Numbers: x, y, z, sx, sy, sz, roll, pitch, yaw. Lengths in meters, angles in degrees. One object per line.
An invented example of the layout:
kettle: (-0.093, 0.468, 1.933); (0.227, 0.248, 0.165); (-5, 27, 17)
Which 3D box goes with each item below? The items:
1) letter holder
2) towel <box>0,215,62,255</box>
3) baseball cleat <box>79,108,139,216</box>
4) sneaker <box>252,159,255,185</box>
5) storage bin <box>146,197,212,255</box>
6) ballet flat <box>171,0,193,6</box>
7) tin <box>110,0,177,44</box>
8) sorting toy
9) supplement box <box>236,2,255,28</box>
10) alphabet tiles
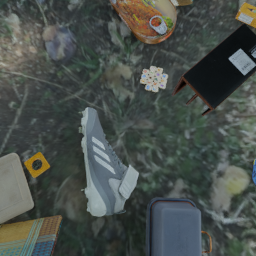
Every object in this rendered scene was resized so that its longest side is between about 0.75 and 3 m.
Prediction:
letter holder: (1.909, -1.096, 5.965); (1.758, 1.250, 0.884); (-41, 84, -10)
towel: (-2.993, 2.773, 6.424); (2.738, 2.008, 0.297); (-9, 100, -4)
baseball cleat: (-0.523, 0.841, 7.497); (1.519, 0.995, 2.853); (-4, 85, -7)
sneaker: (3.592, 1.198, 7.634); (0.271, 0.323, 0.824); (7, 77, 0)
storage bin: (1.248, 2.772, 6.632); (1.574, 1.453, 2.163); (2, 76, 1)
ballet flat: (1.226, -4.370, 9.025); (1.829, 0.620, 0.661); (44, 100, 11)
tin: (0.449, -3.799, 8.751); (1.455, 0.544, 2.599); (-36, 79, 6)
sorting toy: (-3.363, 1.667, 7.419); (2.867, 0.391, 1.614); (-25, 70, -6)
supplement box: (4.063, -3.471, 8.838); (1.202, 0.414, 0.400); (29, 76, 6)
alphabet tiles: (0.790, -1.483, 8.479); (0.782, 0.058, 0.800); (14, 76, 3)
